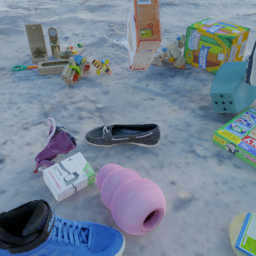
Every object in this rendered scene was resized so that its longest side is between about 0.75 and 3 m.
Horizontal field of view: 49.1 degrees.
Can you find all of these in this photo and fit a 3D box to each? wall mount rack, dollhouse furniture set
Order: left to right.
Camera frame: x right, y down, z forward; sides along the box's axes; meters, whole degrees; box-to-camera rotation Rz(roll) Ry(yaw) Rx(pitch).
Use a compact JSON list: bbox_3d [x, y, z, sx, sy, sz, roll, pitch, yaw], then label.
[{"bbox_3d":[-3.342,-3.406,11.872,1.782,1.527,1.874,-8,40,-10],"label":"dollhouse furniture set"},{"bbox_3d":[-0.197,-4.198,13.514,1.603,0.688,1.845,-31,48,-32],"label":"wall mount rack"}]

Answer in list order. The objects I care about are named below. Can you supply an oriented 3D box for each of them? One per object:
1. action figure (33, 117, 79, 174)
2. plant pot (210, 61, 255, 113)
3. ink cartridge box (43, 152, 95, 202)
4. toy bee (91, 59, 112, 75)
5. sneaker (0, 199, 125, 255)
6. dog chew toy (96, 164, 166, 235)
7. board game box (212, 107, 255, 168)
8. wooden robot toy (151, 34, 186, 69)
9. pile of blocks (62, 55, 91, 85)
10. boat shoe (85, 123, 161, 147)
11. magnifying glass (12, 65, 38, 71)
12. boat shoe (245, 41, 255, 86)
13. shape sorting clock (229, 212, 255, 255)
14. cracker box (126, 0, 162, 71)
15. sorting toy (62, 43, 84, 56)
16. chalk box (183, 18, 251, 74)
[{"bbox_3d":[-2.018,0.630,7.313,1.431,1.066,0.959,-47,42,-4],"label":"action figure"},{"bbox_3d":[3.508,-1.294,9.365,1.220,1.219,1.726,5,39,44],"label":"plant pot"},{"bbox_3d":[-1.457,1.202,6.965,1.049,0.441,0.763,-27,61,-29],"label":"ink cartridge box"},{"bbox_3d":[-0.936,-2.516,11.525,1.146,0.750,0.623,-20,66,-38],"label":"toy bee"},{"bbox_3d":[-1.307,2.028,5.320,2.501,1.391,0.960,0,39,0],"label":"sneaker"},{"bbox_3d":[-0.060,1.464,6.292,1.191,1.191,1.912,-25,38,-27],"label":"dog chew toy"},{"bbox_3d":[4.196,0.543,7.917,1.967,0.426,2.923,-29,47,-31],"label":"board game box"},{"bbox_3d":[2.009,-3.018,12.144,1.183,1.149,2.607,47,49,-1],"label":"wooden robot toy"},{"bbox_3d":[-1.937,-2.478,11.295,0.630,0.832,2.027,10,40,12],"label":"pile of blocks"},{"bbox_3d":[-0.157,0.114,8.261,2.248,0.641,0.752,2,39,2],"label":"boat shoe"},{"bbox_3d":[-4.421,-2.594,12.004,1.079,0.121,0.429,-5,39,-7],"label":"magnifying glass"},{"bbox_3d":[3.520,-1.852,7.787,0.491,1.311,0.405,-15,27,-21],"label":"boat shoe"},{"bbox_3d":[2.783,2.384,5.763,1.429,0.280,1.429,4,38,-3],"label":"shape sorting clock"},{"bbox_3d":[0.242,-1.698,5.013,0.404,1.399,0.937,-3,82,-5],"label":"cracker box"},{"bbox_3d":[-2.607,-3.824,13.454,0.894,0.178,1.210,8,40,10],"label":"sorting toy"},{"bbox_3d":[3.488,-3.616,12.060,2.649,1.654,1.642,30,47,33],"label":"chalk box"}]
